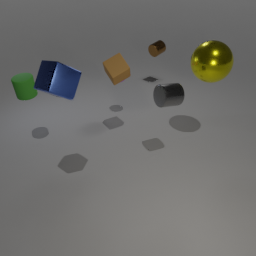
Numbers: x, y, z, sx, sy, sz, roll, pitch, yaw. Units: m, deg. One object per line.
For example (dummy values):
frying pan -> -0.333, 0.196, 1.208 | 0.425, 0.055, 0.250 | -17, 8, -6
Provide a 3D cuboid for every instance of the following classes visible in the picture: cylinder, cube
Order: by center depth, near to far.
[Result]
cube -> -1.631, -1.104, 6.491 | 0.700, 0.700, 0.700 | 17, 0, 43
cylinder -> 1.243, -1.007, 8.570 | 0.700, 0.700, 0.700 | -9, 31, -27
cylinder -> -3.476, -1.396, 9.426 | 0.700, 0.700, 0.700 | -3, 38, 2
cube -> -0.388, -2.054, 9.815 | 0.700, 0.700, 0.700 | -31, 78, -5
cylinder -> 1.579, -4.310, 15.197 | 0.700, 0.700, 0.700 | -36, 45, -29

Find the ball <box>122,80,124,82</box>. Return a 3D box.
ball -> -0.392, -2.279, 11.846 | 0.700, 0.700, 0.700 | 0, 31, 0

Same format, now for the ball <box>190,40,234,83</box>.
ball -> 2.828, -2.235, 9.467 | 1.400, 1.400, 1.400 | 0, 31, 0
